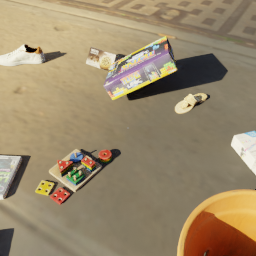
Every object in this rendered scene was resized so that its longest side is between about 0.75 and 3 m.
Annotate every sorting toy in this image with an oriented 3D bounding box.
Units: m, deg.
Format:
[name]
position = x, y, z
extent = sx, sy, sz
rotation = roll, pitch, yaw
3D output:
[sorting toy]
position = -1.526, 1.111, 7.796
extent = 1.074, 0.377, 2.227
rotation = 29, 50, 28

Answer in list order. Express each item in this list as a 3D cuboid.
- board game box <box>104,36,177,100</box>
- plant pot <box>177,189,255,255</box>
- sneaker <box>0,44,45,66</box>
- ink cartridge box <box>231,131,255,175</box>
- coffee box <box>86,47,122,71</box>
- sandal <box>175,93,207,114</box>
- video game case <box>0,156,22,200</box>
[board game box]
position = 0.432, -2.189, 10.056
extent = 2.466, 0.699, 2.038
rotation = -23, 27, 18
[plant pot]
position = 2.158, 2.773, 4.826
extent = 2.800, 1.960, 2.800
rotation = 0, 43, 0
[sneaker]
position = -4.706, -3.241, 12.155
extent = 2.036, 0.862, 0.741
rotation = -7, 45, -5
[ink cartridge box]
position = 3.726, 0.715, 8.173
extent = 0.746, 0.440, 1.296
rotation = -12, 44, -13
[coffee box]
position = -1.013, -2.827, 11.676
extent = 1.323, 0.748, 0.528
rotation = 25, 15, 24
[sandal]
position = 2.266, -1.045, 10.039
extent = 1.480, 0.487, 0.543
rotation = -26, 49, -26
[video game case]
position = -3.902, 1.308, 7.724
extent = 1.522, 0.178, 1.384
rotation = 2, 43, 3
